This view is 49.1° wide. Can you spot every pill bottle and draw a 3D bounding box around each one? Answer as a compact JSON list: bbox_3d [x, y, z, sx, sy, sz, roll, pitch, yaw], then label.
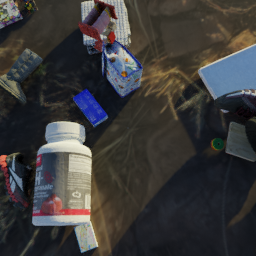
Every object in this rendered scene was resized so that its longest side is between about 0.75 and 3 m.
[{"bbox_3d":[-1.935,1.382,8.455,1.629,1.629,2.943,-1,72,0],"label":"pill bottle"}]

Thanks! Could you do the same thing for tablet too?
[{"bbox_3d":[4.286,-1.923,10.264,2.958,0.202,1.925,-24,74,-8],"label":"tablet"}]

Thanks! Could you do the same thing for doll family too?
[{"bbox_3d":[-3.980,-4.954,11.204,0.489,0.332,0.846,-26,69,-4],"label":"doll family"}]

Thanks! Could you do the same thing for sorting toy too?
[{"bbox_3d":[3.809,0.496,9.328,2.225,0.376,1.073,18,73,-9],"label":"sorting toy"}]

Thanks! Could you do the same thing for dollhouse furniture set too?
[{"bbox_3d":[-0.730,-2.840,8.335,0.694,1.705,0.918,29,81,17],"label":"dollhouse furniture set"}]

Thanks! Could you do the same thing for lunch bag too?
[{"bbox_3d":[-0.365,-2.108,9.705,1.025,1.407,1.656,-32,76,-15],"label":"lunch bag"}]

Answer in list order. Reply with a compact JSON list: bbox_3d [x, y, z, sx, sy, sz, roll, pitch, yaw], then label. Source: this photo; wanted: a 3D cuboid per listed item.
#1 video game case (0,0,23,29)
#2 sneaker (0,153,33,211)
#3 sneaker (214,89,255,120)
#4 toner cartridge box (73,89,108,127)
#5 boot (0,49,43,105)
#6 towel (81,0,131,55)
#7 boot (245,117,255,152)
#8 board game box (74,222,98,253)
[{"bbox_3d":[-4.889,-4.590,11.128,1.034,0.204,1.141,-27,74,-8],"label":"video game case"},{"bbox_3d":[-3.421,1.608,8.879,0.924,0.669,1.891,-24,72,-5],"label":"sneaker"},{"bbox_3d":[4.271,-0.386,9.252,2.752,1.041,1.590,-2,76,-9],"label":"sneaker"},{"bbox_3d":[-1.321,-0.707,9.837,0.605,0.275,1.275,-36,75,-10],"label":"toner cartridge box"},{"bbox_3d":[-3.716,-1.882,10.112,1.578,0.630,1.736,40,70,10],"label":"boot"},{"bbox_3d":[-0.838,-3.818,10.550,1.718,0.888,2.075,-6,71,-4],"label":"towel"},{"bbox_3d":[5.233,0.382,8.854,2.173,1.094,2.906,-38,98,-10],"label":"boot"},{"bbox_3d":[-1.293,3.347,8.606,0.521,0.133,0.776,-19,73,-5],"label":"board game box"}]
